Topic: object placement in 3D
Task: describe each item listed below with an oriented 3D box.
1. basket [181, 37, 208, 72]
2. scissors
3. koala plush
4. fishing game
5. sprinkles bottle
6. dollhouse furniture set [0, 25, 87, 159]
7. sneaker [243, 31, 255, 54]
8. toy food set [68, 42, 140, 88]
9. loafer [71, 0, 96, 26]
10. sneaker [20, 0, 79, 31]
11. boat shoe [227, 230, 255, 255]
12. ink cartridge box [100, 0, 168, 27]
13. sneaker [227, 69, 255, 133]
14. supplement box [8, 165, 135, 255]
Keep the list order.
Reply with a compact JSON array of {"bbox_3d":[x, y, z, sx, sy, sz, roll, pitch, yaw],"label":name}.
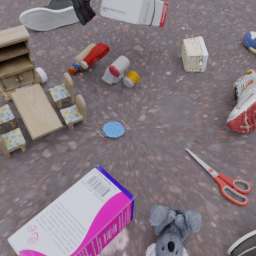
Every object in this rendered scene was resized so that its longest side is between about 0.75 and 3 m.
[{"bbox_3d":[2.427,-2.707,10.335,0.730,0.803,1.184,-3,50,0],"label":"basket"},{"bbox_3d":[2.252,1.255,7.394,2.081,0.145,0.761,32,59,22],"label":"scissors"},{"bbox_3d":[0.928,2.375,6.050,1.082,1.122,1.221,8,72,2],"label":"koala plush"},{"bbox_3d":[-0.441,0.063,8.422,0.940,0.146,0.673,-28,55,-31],"label":"fishing game"},{"bbox_3d":[-3.518,-1.478,9.457,1.555,0.530,0.530,-37,59,-27],"label":"sprinkles bottle"},{"bbox_3d":[-2.856,-1.095,7.897,2.504,1.898,2.857,-25,67,-20],"label":"dollhouse furniture set"},{"bbox_3d":[5.460,-3.165,10.530,0.936,1.096,2.487,-23,53,-17],"label":"sneaker"},{"bbox_3d":[-0.949,-2.012,9.521,2.564,1.224,1.154,35,70,25],"label":"toy food set"},{"bbox_3d":[-1.270,-3.545,7.779,0.576,1.828,0.657,-31,82,-4],"label":"loafer"},{"bbox_3d":[-3.439,-5.062,12.288,2.724,0.963,1.351,-18,50,-22],"label":"sneaker"},{"bbox_3d":[3.082,2.470,6.005,1.946,0.694,0.586,-15,47,-15],"label":"boat shoe"},{"bbox_3d":[0.246,-3.908,9.210,1.451,0.842,2.012,22,26,22],"label":"ink cartridge box"},{"bbox_3d":[3.758,-0.895,8.768,1.193,1.130,2.903,19,48,35],"label":"sneaker"},{"bbox_3d":[-1.075,2.125,5.970,1.183,1.208,2.337,38,58,26],"label":"supplement box"}]
